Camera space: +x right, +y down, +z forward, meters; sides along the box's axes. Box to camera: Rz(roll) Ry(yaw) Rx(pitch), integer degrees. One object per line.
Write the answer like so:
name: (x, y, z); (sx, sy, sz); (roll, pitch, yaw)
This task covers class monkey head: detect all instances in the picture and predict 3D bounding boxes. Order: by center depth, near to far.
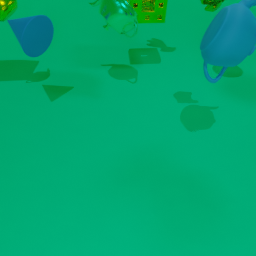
monkey head: (1.624, -2.545, 5.105); (0.738, 1.025, 0.618); (-9, 71, 31)

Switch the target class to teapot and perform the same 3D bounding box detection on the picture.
teapot: (1.874, -1.610, 4.929); (0.863, 1.763, 1.096); (26, 18, -8)
teapot: (-3.106, -3.061, 6.942); (0.720, 0.567, 1.158); (-9, 41, 56)
teapot: (-0.361, -3.039, 7.537); (1.824, 0.893, 1.134); (49, 12, 17)

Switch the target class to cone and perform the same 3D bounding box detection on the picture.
cone: (-2.452, -2.315, 6.524); (0.996, 0.992, 0.992); (30, 45, 15)

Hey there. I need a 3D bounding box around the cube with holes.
cube with holes: (0.541, -3.971, 8.481); (1.119, 1.119, 1.119); (-3, 49, -4)
